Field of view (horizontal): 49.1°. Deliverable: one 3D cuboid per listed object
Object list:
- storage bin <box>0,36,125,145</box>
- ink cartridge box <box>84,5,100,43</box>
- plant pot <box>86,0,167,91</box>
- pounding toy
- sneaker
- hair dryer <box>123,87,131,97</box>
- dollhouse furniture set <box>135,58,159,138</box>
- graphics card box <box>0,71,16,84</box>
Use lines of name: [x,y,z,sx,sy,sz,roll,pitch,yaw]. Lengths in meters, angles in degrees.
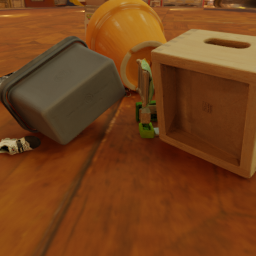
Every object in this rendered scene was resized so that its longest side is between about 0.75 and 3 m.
storage bin: [-1.320,-0.721,6.478,2.469,1.797,1.659,-41,44,-20]
ink cartridge box: [-0.473,-4.022,12.218,2.813,2.470,1.180,18,33,29]
plant pot: [0.195,-2.638,9.572,2.827,2.827,2.588,-9,42,-16]
pounding toy: [2.278,-0.484,5.767,2.819,2.595,2.004,24,48,39]
sneaker: [-2.373,0.415,6.083,0.934,0.346,0.413,-8,27,5]
hair dryer: [-0.361,-1.287,9.397,0.944,0.256,0.719,2,28,4]
dollhouse furniture set: [0.687,-0.758,6.805,0.865,1.723,1.129,-3,28,-6]
graphics card box: [-3.932,-1.442,9.474,1.118,0.453,1.782,8,30,16]
